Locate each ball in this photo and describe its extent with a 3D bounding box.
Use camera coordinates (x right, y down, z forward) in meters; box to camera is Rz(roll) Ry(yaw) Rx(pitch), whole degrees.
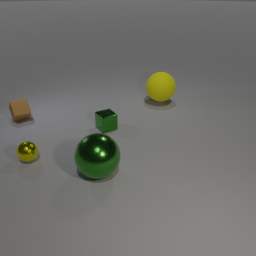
[{"bbox_3d":[-0.929,0.851,8.570,1.400,1.400,1.400,0,28,0],"label":"ball"},{"bbox_3d":[-3.377,0.790,9.410,0.700,0.700,0.700,0,28,0],"label":"ball"},{"bbox_3d":[1.582,-1.984,13.495,1.400,1.400,1.400,0,28,0],"label":"ball"}]

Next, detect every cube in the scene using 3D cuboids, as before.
[{"bbox_3d":[-0.887,-0.296,11.467,0.700,0.700,0.700,-16,32,-27],"label":"cube"},{"bbox_3d":[-4.653,-0.777,12.058,0.700,0.700,0.700,-17,-8,-29],"label":"cube"}]
